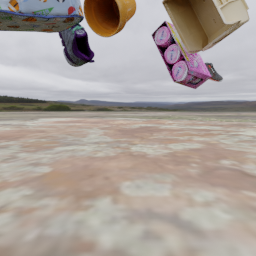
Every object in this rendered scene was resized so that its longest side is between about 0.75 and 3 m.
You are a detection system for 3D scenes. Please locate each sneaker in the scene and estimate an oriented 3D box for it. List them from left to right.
[{"bbox_3d":[-1.660,-3.106,8.302,0.952,2.558,1.120,-37,27,-30],"label":"sneaker"},{"bbox_3d":[3.133,-2.198,10.681,1.228,0.503,0.473,29,37,2],"label":"sneaker"}]

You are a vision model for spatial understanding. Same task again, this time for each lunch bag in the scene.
[{"bbox_3d":[-2.203,-2.548,5.991,2.216,0.837,1.776,-13,11,-43],"label":"lunch bag"}]

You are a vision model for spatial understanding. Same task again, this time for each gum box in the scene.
[{"bbox_3d":[1.634,-2.172,8.563,1.150,2.027,0.670,5,-34,-43],"label":"gum box"}]

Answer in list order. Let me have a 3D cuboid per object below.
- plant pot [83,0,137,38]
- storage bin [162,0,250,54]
[{"bbox_3d":[-0.441,-3.741,8.799,1.427,1.427,1.306,3,32,38],"label":"plant pot"},{"bbox_3d":[1.967,-3.112,7.337,0.862,1.825,1.839,-27,1,-17],"label":"storage bin"}]
